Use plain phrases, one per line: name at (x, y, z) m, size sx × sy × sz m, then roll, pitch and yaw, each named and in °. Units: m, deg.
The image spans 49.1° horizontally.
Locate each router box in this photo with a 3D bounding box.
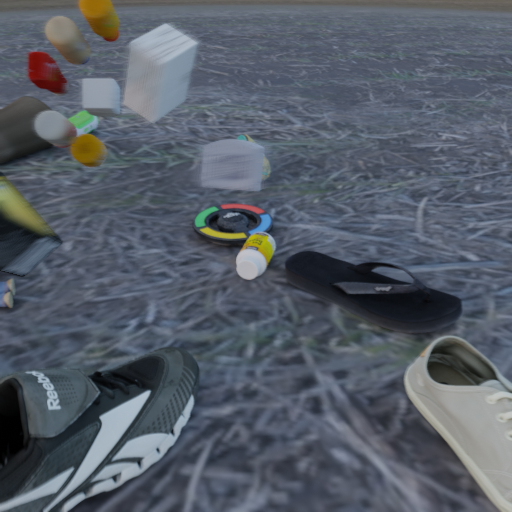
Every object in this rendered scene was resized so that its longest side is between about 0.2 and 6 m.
router box at (-3.847, -1.142, 6.602) m, size 0.763 × 2.296 × 2.920 m, roll -43°, pitch 85°, yaw -6°

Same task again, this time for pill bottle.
pill bottle at (-0.021, 0.008, 9.590) m, size 0.520 × 0.520 × 0.952 m, roll 8°, pitch 31°, yaw 13°

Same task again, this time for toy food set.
toy food set at (-2.914, -2.803, 9.353) m, size 1.320 × 2.766 × 1.245 m, roll -2°, pitch -1°, yaw -2°

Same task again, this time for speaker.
speaker at (-5.034, -3.635, 15.769) m, size 0.653 × 0.653 × 1.477 m, roll 6°, pitch 31°, yaw 11°

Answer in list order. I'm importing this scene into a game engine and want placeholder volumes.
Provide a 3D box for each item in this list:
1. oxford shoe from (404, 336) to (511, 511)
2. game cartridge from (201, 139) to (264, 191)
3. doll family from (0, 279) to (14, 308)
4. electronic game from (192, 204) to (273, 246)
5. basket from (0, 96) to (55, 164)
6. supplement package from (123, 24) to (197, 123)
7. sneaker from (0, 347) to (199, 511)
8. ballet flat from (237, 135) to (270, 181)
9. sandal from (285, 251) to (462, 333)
oxford shoe at (2.770, 1.924, 5.951) m, size 1.168 × 0.897 × 3.107 m, roll -12°, pitch 34°, yaw -25°
game cartridge at (-0.362, -1.383, 8.496) m, size 1.126 × 0.750 × 0.230 m, roll 10°, pitch 11°, yaw 39°
doll family at (-4.620, 0.095, 9.079) m, size 1.410 × 0.957 × 2.439 m, roll -2°, pitch 33°, yaw -13°
electronic game at (-0.450, -0.644, 10.911) m, size 1.574 × 0.328 × 1.574 m, roll 0°, pitch 30°, yaw 0°
basket at (-6.248, -3.135, 14.337) m, size 1.702 × 1.284 × 1.887 m, roll 27°, pitch 42°, yaw 13°
supplement package at (-1.848, -3.480, 10.700) m, size 0.768 × 1.385 × 1.079 m, roll 34°, pitch 50°, yaw 7°
sneaker at (-1.860, 1.684, 5.646) m, size 1.164 × 1.585 × 3.502 m, roll 23°, pitch 37°, yaw 33°
ballet flat at (-0.068, -2.358, 13.638) m, size 0.732 × 0.732 × 2.071 m, roll -5°, pitch 30°, yaw -9°
sandal at (1.718, 0.439, 8.749) m, size 2.898 × 0.620 × 1.102 m, roll 17°, pitch 34°, yaw 27°
